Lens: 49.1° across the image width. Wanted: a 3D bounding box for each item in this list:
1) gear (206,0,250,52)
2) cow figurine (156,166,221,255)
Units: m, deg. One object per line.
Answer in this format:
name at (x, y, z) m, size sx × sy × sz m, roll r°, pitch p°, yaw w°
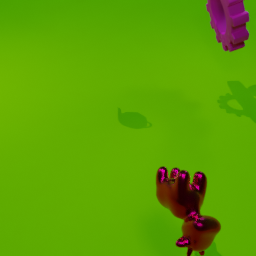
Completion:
gear at (2.561, -3.061, 7.376) m, size 0.379 × 2.047 × 2.047 m, roll -18°, pitch 47°, yaw 7°
cow figurine at (0.831, 1.203, 4.183) m, size 0.649 × 1.183 × 1.164 m, roll 9°, pitch 85°, yaw -30°
